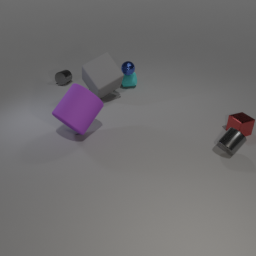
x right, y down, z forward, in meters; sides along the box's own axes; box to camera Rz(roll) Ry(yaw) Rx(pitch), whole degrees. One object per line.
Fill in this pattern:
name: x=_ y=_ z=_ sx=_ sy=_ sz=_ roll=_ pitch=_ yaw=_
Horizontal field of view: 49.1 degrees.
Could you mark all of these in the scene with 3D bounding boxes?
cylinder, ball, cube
cylinder: x=-1.852 y=-0.692 z=10.409 sx=1.400 sy=1.400 sz=1.400 roll=26 pitch=77 yaw=36
cylinder: x=3.546 y=0.455 z=9.581 sx=0.700 sy=0.700 sz=0.700 roll=-47 pitch=42 yaw=-2
ball: x=0.004 y=-2.988 z=14.012 sx=0.700 sy=0.700 sz=0.700 roll=0 pitch=31 yaw=0
cylinder: x=-3.504 y=-2.762 z=15.245 sx=0.700 sy=0.700 sz=0.700 roll=10 pitch=26 yaw=17
cube: x=-1.216 y=-2.406 z=13.183 sx=1.400 sy=1.400 sz=1.400 roll=-33 pitch=83 yaw=-16
cylinder: x=0.067 y=-2.565 z=14.863 sx=0.700 sy=0.700 sz=0.700 roll=-5 pitch=29 yaw=16
cube: x=4.360 y=-0.115 z=10.894 sx=0.700 sy=0.700 sz=0.700 roll=-13 pitch=33 yaw=-20
